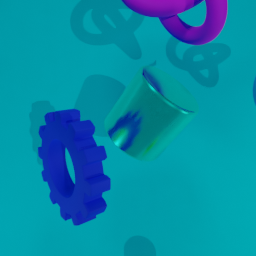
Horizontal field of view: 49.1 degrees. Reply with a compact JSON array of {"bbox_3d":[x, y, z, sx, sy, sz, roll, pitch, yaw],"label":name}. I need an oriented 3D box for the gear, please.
[{"bbox_3d":[-0.889,0.579,4.277,0.316,1.706,1.706,-11,80,-37],"label":"gear"}]

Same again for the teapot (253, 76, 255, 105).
[{"bbox_3d":[2.168,-0.565,3.621,0.754,0.957,1.539,-4,111,-22],"label":"teapot"}]

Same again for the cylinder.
[{"bbox_3d":[0.374,-0.237,4.710,1.168,1.168,1.168,41,119,6],"label":"cylinder"}]

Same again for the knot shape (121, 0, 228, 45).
[{"bbox_3d":[0.966,-2.463,4.397,2.076,0.959,1.943,36,125,-19],"label":"knot shape"}]
